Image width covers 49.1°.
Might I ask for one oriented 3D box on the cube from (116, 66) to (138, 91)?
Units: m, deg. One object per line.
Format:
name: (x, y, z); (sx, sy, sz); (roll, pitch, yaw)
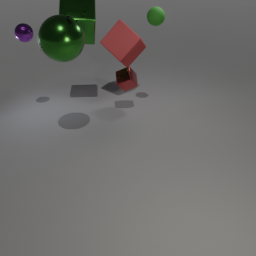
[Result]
cube: (-0.055, -2.138, 12.255); (0.700, 0.700, 0.700); (-17, 63, 25)

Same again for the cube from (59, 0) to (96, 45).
cube: (-2.069, -4.473, 11.580); (1.400, 1.400, 1.400); (0, 66, -8)

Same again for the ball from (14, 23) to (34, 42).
ball: (-4.022, -3.682, 10.837); (0.700, 0.700, 0.700); (0, 30, 0)

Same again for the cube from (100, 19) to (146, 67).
cube: (-0.199, -3.967, 13.321); (1.400, 1.400, 1.400); (45, 10, 10)

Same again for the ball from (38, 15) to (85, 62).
ball: (-2.040, -2.747, 8.641); (1.400, 1.400, 1.400); (0, 30, 0)

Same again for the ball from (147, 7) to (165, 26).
ball: (1.080, -4.320, 10.843); (0.700, 0.700, 0.700); (0, 30, 0)
